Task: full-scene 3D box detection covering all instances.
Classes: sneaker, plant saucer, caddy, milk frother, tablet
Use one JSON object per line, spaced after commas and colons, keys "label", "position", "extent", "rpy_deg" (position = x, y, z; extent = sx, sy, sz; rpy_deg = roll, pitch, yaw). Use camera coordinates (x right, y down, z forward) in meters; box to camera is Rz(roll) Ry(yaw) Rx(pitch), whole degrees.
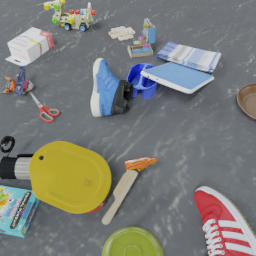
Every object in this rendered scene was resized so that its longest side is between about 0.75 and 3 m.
{"label": "sneaker", "position": [0.396, 1.076, 8.386], "extent": [1.041, 0.380, 0.402], "rpy_deg": [-9, 90, -20]}
{"label": "sneaker", "position": [-0.520, -1.561, 10.237], "extent": [1.462, 1.009, 2.628], "rpy_deg": [-4, 52, 4]}
{"label": "plant saucer", "position": [4.957, -0.788, 9.990], "extent": [2.171, 0.397, 2.171], "rpy_deg": [0, 47, 0]}
{"label": "caddy", "position": [0.575, -1.856, 10.661], "extent": [1.126, 0.836, 1.592], "rpy_deg": [9, 49, 9]}
{"label": "plant saucer", "position": [0.110, 3.018, 6.650], "extent": [1.491, 0.232, 1.491], "rpy_deg": [0, 47, 0]}
{"label": "sneaker", "position": [2.008, 2.771, 6.323], "extent": [1.656, 1.049, 2.944], "rpy_deg": [-18, 52, -20]}
{"label": "milk frother", "position": [-3.032, 0.862, 7.994], "extent": [1.082, 1.150, 1.038], "rpy_deg": [1, 44, 0]}
{"label": "tablet", "position": [1.937, -1.937, 10.437], "extent": [1.937, 0.203, 2.977], "rpy_deg": [27, 29, 22]}

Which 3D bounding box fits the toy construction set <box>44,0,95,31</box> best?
{"label": "toy construction set", "position": [-2.655, -5.511, 13.384], "extent": [2.588, 1.697, 1.192], "rpy_deg": [16, 50, 14]}

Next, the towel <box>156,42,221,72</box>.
{"label": "towel", "position": [2.643, -3.118, 11.998], "extent": [2.503, 0.298, 1.838], "rpy_deg": [20, 41, 17]}

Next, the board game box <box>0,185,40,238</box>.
{"label": "board game box", "position": [-3.250, 2.130, 7.367], "extent": [1.516, 0.356, 1.144], "rpy_deg": [7, 48, 6]}

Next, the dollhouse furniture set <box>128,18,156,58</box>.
{"label": "dollhouse furniture set", "position": [0.500, -4.079, 12.197], "extent": [1.008, 1.545, 1.458], "rpy_deg": [-8, 48, -9]}

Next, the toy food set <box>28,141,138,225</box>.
{"label": "toy food set", "position": [-1.291, 1.475, 7.660], "extent": [2.851, 0.931, 1.677], "rpy_deg": [20, 73, 14]}

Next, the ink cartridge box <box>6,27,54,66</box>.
{"label": "ink cartridge box", "position": [-4.384, -3.594, 12.344], "extent": [1.159, 0.672, 1.990], "rpy_deg": [22, 52, 19]}

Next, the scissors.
{"label": "scissors", "position": [-3.211, -0.765, 10.141], "extent": [1.832, 0.128, 0.670], "rpy_deg": [32, 57, 24]}

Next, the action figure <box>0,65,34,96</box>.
{"label": "action figure", "position": [-4.196, -1.749, 10.714], "extent": [1.224, 0.662, 1.265], "rpy_deg": [9, 71, 1]}

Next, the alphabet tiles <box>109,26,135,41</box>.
{"label": "alphabet tiles", "position": [-0.300, -4.657, 13.702], "extent": [1.219, 0.089, 1.192], "rpy_deg": [-18, 51, -16]}
